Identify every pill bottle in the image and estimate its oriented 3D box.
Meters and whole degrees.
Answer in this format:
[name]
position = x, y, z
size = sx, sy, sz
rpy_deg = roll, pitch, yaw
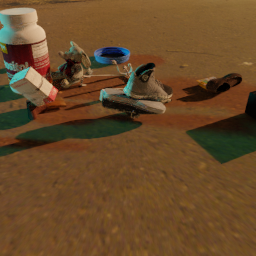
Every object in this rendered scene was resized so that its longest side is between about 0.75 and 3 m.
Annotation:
[pill bottle]
position = -3.687, -2.733, 10.067
size = 1.566, 2.772, 1.566
rpy_deg = 0, 33, 0

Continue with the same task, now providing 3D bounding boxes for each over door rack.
[over door rack]
position = -0.403, -1.923, 10.676
size = 2.363, 0.787, 1.746
rpy_deg = -19, 37, -27

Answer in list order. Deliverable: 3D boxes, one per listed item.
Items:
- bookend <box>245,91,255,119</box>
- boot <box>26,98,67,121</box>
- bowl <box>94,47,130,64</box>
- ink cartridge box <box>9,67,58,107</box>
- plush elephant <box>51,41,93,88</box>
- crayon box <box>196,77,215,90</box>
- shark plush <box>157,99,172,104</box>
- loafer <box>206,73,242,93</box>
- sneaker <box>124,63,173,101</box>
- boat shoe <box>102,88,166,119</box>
[bookend]
position = 4.869, -0.591, 8.631
size = 1.640, 0.760, 1.651
rpy_deg = -13, 36, -19
[boot]
position = -2.646, -0.634, 9.182
size = 1.235, 0.423, 1.163
rpy_deg = -5, 25, -21
[bowl]
position = -0.755, -3.490, 13.485
size = 1.723, 0.338, 1.723
rpy_deg = 0, 33, 0
[ink cartridge box]
position = -2.834, -1.220, 8.458
size = 0.826, 1.134, 0.481
rpy_deg = -12, 52, 35
[plush elephant]
position = -2.208, -2.590, 11.100
size = 1.827, 1.414, 1.504
rpy_deg = -20, 38, -28
[crayon box]
position = 3.145, -1.728, 10.871
size = 0.877, 0.226, 0.552
rpy_deg = -14, 35, -21
[shark plush]
position = 1.124, -0.942, 9.756
size = 0.945, 0.429, 0.394
rpy_deg = -44, 29, -21
[loafer]
position = 3.673, -1.602, 10.477
size = 1.565, 0.571, 0.555
rpy_deg = -19, 46, -16
[sneaker]
position = 0.818, -1.466, 8.677
size = 1.880, 1.086, 0.705
rpy_deg = -6, 37, -36
[boat shoe]
position = 0.149, -0.659, 8.793
size = 2.000, 0.683, 0.738
rpy_deg = 12, 30, -3
